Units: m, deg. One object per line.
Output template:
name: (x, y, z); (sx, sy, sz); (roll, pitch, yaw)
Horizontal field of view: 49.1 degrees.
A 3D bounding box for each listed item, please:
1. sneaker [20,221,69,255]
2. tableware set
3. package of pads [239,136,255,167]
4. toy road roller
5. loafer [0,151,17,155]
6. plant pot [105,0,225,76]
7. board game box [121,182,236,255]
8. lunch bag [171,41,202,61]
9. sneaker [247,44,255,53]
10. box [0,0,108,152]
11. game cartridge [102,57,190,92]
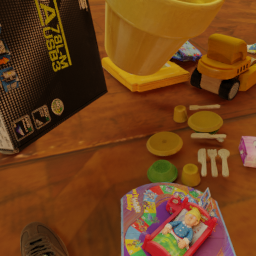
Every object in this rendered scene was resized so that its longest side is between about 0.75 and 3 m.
sneaker: (-1.268, 2.193, 4.508); (0.742, 0.795, 2.106); (-21, 42, -25)
tableware set: (1.510, 0.353, 7.293); (1.986, 0.453, 2.949); (-1, 38, 13)
package of pads: (3.445, 0.619, 6.857); (1.284, 0.486, 0.774); (5, 37, 6)
toy road roller: (3.473, -2.279, 9.534); (2.597, 1.896, 1.596); (-29, 46, -33)
loafer: (-2.829, -0.145, 7.686); (0.767, 0.710, 2.038); (7, 37, 9)
plant pot: (0.551, -2.800, 6.924); (2.739, 2.577, 2.739); (9, 57, -14)
board game box: (0.926, 1.789, 5.044); (2.067, 0.509, 2.616); (5, 35, -5)
lunch bag: (2.132, -3.348, 11.743); (1.463, 0.914, 1.943); (-16, 46, -45)
sneaker: (5.861, -3.675, 12.378); (1.372, 0.721, 0.520); (13, 39, 15)
box: (-1.539, -1.527, 4.787); (0.700, 2.946, 2.845); (3, 26, 29)
game cartridge: (0.600, -2.249, 10.643); (2.367, 0.436, 2.685); (-17, 37, -23)
